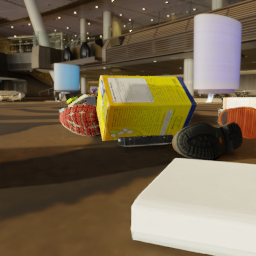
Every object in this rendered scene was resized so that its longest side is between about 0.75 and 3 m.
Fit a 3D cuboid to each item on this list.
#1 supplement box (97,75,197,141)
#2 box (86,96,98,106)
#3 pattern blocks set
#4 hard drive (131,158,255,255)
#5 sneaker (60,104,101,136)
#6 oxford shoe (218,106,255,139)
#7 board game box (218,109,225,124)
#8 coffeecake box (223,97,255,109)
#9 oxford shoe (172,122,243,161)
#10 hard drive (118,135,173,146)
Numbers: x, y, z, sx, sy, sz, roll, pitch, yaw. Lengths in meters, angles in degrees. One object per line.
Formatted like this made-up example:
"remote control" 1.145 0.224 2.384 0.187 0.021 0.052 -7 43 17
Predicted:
"supplement box" 0.379 -0.501 6.932 2.125 1.164 1.156 -1 45 -15
"box" -1.945 -1.330 16.333 0.612 1.042 1.025 2 6 15
"pattern blocks set" -2.724 -1.638 17.172 2.883 0.234 2.534 -31 -12 36
"hard drive" 1.509 0.655 2.343 2.547 0.335 1.680 2 7 21
"sneaker" -0.825 -0.169 7.980 2.224 0.865 0.913 5 -4 -24
"oxford shoe" 3.243 -0.134 7.452 2.231 0.795 0.813 7 3 -18
"board game box" 3.760 -0.394 10.340 0.587 0.577 1.120 0 7 2
"coffeecake box" 5.389 -0.722 11.207 2.115 1.007 2.755 -1 7 -5
"oxford shoe" 1.317 0.265 5.039 1.777 0.646 0.750 -1 -8 -43
"hard drive" 0.352 0.260 5.938 1.044 0.197 0.729 -4 0 -14
